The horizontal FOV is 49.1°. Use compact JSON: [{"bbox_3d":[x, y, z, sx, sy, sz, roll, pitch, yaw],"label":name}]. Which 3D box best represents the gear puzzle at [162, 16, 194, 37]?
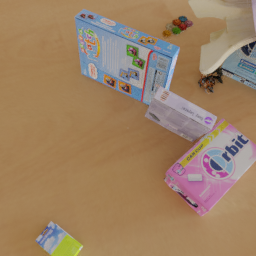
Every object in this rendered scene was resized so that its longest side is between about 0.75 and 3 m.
[{"bbox_3d":[1.656,-3.515,9.662,1.228,0.161,0.636,-35,68,-17],"label":"gear puzzle"}]

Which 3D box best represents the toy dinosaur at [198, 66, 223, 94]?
[{"bbox_3d":[2.467,-1.547,8.469,0.733,0.551,1.080,-12,84,12],"label":"toy dinosaur"}]

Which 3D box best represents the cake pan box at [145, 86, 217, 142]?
[{"bbox_3d":[1.250,-0.267,6.943,1.579,1.454,0.413,29,77,4],"label":"cake pan box"}]

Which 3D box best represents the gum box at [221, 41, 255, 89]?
[{"bbox_3d":[4.151,-2.267,8.432,1.854,0.486,2.182,30,87,15],"label":"gum box"}]

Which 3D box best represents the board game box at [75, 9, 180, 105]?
[{"bbox_3d":[-0.114,-1.793,7.666,2.739,2.072,0.501,26,59,12],"label":"board game box"}]

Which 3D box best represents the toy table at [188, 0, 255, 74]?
[{"bbox_3d":[2.837,-2.762,7.262,1.748,2.984,2.743,0,66,32],"label":"toy table"}]

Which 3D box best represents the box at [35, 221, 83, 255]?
[{"bbox_3d":[-1.571,2.647,6.395,0.932,0.222,0.568,32,67,16],"label":"box"}]

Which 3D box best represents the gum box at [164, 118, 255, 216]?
[{"bbox_3d":[2.059,0.981,6.963,2.245,0.742,1.274,-39,70,-19],"label":"gum box"}]
